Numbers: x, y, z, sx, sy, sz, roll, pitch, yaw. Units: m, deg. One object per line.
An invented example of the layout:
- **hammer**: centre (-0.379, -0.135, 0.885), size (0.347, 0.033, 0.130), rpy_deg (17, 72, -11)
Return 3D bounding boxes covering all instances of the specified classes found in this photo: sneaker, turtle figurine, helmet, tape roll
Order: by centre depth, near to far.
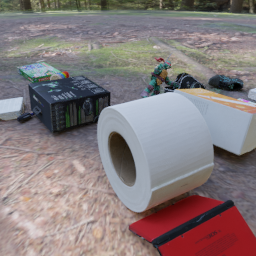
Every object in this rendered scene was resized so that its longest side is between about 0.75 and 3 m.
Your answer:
- **tape roll**: centre (0.595, 0.568, 7.344), size (1.881, 2.740, 2.740), rpy_deg (-16, 33, -27)
- **turtle figurine**: centre (1.499, -2.159, 12.355), size (1.691, 2.259, 1.137), rpy_deg (25, 11, -37)
- **helmet**: centre (2.471, -1.582, 12.443), size (1.614, 1.539, 1.614), rpy_deg (34, 14, -10)
- **sneaker**: centre (5.164, -2.367, 14.737), size (1.831, 0.691, 0.726), rpy_deg (5, 31, 9)

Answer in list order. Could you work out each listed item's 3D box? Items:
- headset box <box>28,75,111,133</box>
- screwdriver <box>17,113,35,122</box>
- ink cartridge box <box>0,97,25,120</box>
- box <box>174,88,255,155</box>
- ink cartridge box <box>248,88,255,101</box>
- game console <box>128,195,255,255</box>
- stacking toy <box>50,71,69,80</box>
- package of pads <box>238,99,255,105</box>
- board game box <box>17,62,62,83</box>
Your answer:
- **headset box**: centre (-2.521, -1.084, 11.609), size (2.770, 1.285, 2.412), rpy_deg (-17, 34, -34)
- **screwdriver**: centre (-3.945, -0.666, 12.220), size (0.299, 0.286, 2.053), rpy_deg (45, 37, 13)
- **ink cartridge box**: centre (-5.509, -0.763, 12.203), size (1.825, 0.431, 1.461), rpy_deg (-11, 31, -9)
- **box**: centre (3.171, -0.368, 10.001), size (2.922, 1.424, 1.818), rpy_deg (26, 24, 38)
- **ink cartridge box**: centre (6.646, -1.687, 13.769), size (1.267, 0.422, 0.734), rpy_deg (-16, 33, -26)
- **game console**: centre (1.477, 2.547, 6.391), size (2.231, 1.324, 1.923), rpy_deg (-17, 64, -26)
- **stacking toy**: centre (-3.760, -2.841, 15.734), size (0.676, 0.676, 1.584), rpy_deg (5, 23, 8)
- **package of pads**: centre (4.865, -0.316, 10.962), size (1.746, 0.771, 2.260), rpy_deg (-25, 39, -35)
- **board game box**: centre (-5.324, -3.340, 16.783), size (1.763, 0.381, 2.620), rpy_deg (-20, 35, -32)
